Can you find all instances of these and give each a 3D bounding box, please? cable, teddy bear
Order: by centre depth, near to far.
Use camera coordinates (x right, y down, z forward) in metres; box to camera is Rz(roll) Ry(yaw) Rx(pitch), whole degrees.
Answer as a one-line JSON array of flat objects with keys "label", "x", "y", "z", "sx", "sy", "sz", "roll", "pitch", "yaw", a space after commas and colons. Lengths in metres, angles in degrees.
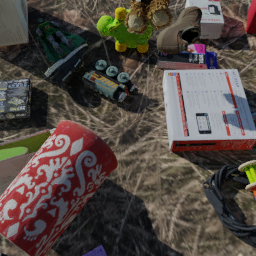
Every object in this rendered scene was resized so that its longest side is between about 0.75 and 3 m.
[{"label": "cable", "x": 3.050, "y": 1.943, "z": 7.507, "sx": 1.612, "sy": 0.502, "sz": 1.976, "roll": -22, "pitch": 56, "yaw": -19}, {"label": "teddy bear", "x": 0.575, "y": -3.812, "z": 7.607, "sx": 1.908, "sy": 0.879, "sz": 2.631, "roll": -23, "pitch": 76, "yaw": 28}]

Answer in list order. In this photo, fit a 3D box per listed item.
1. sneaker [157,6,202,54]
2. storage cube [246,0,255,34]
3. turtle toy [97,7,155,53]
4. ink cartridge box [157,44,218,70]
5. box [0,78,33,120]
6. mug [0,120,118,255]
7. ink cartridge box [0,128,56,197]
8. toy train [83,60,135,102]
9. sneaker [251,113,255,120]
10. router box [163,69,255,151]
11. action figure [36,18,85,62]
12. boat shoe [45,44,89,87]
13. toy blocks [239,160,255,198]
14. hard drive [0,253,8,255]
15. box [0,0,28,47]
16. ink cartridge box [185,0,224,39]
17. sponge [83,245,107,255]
[{"label": "sneaker", "x": 1.360, "y": -2.133, "z": 6.223, "sx": 0.690, "sy": 0.643, "sz": 1.826, "roll": 20, "pitch": 53, "yaw": 30}, {"label": "storage cube", "x": 5.684, "y": -4.705, "z": 11.055, "sx": 1.482, "sy": 1.559, "sz": 1.734, "roll": 13, "pitch": 59, "yaw": 8}, {"label": "turtle toy", "x": -0.084, "y": -3.808, "z": 10.622, "sx": 2.212, "sy": 1.612, "sz": 1.118, "roll": 2, "pitch": 36, "yaw": 1}, {"label": "ink cartridge box", "x": 2.236, "y": -2.666, "z": 10.467, "sx": 2.260, "sy": 0.419, "sz": 1.070, "roll": 6, "pitch": 58, "yaw": 1}, {"label": "box", "x": -4.154, "y": -0.951, "z": 9.325, "sx": 1.773, "sy": 0.435, "sz": 1.429, "roll": -7, "pitch": 56, "yaw": -4}, {"label": "mug", "x": -1.254, "y": 1.190, "z": 4.981, "sx": 1.365, "sy": 1.816, "sz": 2.045, "roll": 20, "pitch": 56, "yaw": 25}, {"label": "ink cartridge box", "x": -2.645, "y": 0.714, "z": 6.755, "sx": 2.187, "sy": 2.958, "sz": 1.121, "roll": -16, "pitch": 59, "yaw": -10}, {"label": "toy train", "x": -0.680, "y": -1.571, "z": 9.594, "sx": 1.789, "sy": 0.762, "sz": 1.020, "roll": 31, "pitch": 75, "yaw": 16}, {"label": "sneaker", "x": 4.371, "y": -0.149, "z": 8.853, "sx": 0.935, "sy": 0.363, "sz": 0.654, "roll": 5, "pitch": 57, "yaw": 4}, {"label": "router box", "x": 2.483, "y": -0.638, "z": 8.969, "sx": 2.500, "sy": 0.680, "sz": 2.786, "roll": 0, "pitch": 57, "yaw": 0}, {"label": "action figure", "x": -2.929, "y": -3.621, "z": 10.813, "sx": 1.528, "sy": 0.707, "sz": 2.586, "roll": -33, "pitch": 52, "yaw": -14}, {"label": "boat shoe", "x": -2.027, "y": -2.262, "z": 10.030, "sx": 0.683, "sy": 0.856, "sz": 2.264, "roll": 50, "pitch": 52, "yaw": -16}, {"label": "toy blocks", "x": 3.777, "y": 1.735, "z": 7.324, "sx": 1.403, "sy": 0.611, "sz": 1.683, "roll": 5, "pitch": 55, "yaw": -24}, {"label": "hard drive", "x": -3.368, "y": 3.392, "z": 6.051, "sx": 1.820, "sy": 1.270, "sz": 0.299, "roll": -25, "pitch": 61, "yaw": -15}, {"label": "box", "x": -5.009, "y": -4.992, "z": 10.535, "sx": 1.770, "sy": 2.709, "sz": 2.695, "roll": -10, "pitch": 59, "yaw": -7}, {"label": "ink cartridge box", "x": 3.089, "y": -4.550, "z": 11.428, "sx": 1.319, "sy": 0.749, "sz": 1.809, "roll": 2, "pitch": 57, "yaw": 1}, {"label": "sponge", "x": -0.655, "y": 3.488, "z": 6.645, "sx": 0.646, "sy": 0.173, "sz": 1.159, "roll": -25, "pitch": 60, "yaw": -15}]
